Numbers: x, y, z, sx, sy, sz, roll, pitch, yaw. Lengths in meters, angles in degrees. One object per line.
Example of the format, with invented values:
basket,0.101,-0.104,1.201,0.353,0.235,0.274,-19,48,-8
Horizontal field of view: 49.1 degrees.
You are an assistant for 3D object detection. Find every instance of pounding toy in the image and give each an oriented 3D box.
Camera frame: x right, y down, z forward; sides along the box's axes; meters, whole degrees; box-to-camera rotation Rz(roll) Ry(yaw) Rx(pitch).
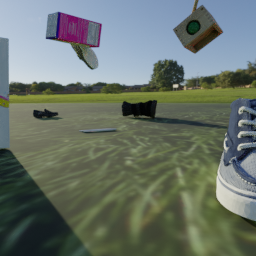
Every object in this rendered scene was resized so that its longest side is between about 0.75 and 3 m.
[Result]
pounding toy,2.270,-3.414,9.186,1.386,1.070,1.505,-35,-16,28

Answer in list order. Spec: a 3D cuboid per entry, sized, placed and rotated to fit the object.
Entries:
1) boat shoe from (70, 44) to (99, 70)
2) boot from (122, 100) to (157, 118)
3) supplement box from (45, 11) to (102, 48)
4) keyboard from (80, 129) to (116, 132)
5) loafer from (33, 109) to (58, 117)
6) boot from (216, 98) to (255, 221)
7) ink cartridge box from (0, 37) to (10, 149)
boat shoe,-2.135,-3.627,13.419,0.611,2.045,0.731,-31,1,45
boot,0.522,-0.962,13.971,1.716,0.864,2.296,7,-4,0
supplement box,-2.320,-4.193,12.150,2.117,1.094,1.071,2,11,-39
keyboard,-0.928,0.061,8.709,1.148,0.061,0.323,-3,7,-29
loafer,-4.253,-0.783,14.511,1.273,0.447,0.432,-3,7,-23
boot,1.430,0.171,3.189,0.848,1.053,2.330,1,7,13
ink cartridge box,-3.444,-0.686,5.602,1.624,2.246,1.632,-2,6,-42
